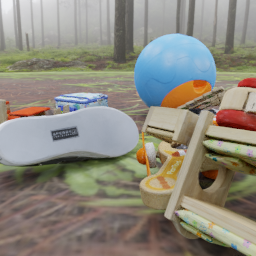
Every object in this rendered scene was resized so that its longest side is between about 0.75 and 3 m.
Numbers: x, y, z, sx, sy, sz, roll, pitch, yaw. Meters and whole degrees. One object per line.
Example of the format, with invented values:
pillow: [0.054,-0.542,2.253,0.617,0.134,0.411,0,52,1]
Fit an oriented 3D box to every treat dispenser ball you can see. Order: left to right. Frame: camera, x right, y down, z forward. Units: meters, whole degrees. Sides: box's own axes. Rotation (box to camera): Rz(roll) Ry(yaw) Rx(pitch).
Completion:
treat dispenser ball: [1.568,-1.771,9.541,2.736,2.736,2.736,0,14,0]

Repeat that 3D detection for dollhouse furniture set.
dollhouse furniture set: [-2.754,-0.353,7.280,1.996,1.028,1.975,3,14,12]
dollhouse furniture set: [1.483,0.809,3.236,2.089,1.313,2.362,24,-6,-31]

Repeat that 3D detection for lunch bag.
lunch bag: [-1.672,-0.841,10.016,1.760,0.726,1.415,10,20,40]

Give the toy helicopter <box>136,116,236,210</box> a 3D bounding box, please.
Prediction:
toy helicopter: [0.692,0.485,4.146,1.596,0.952,2.414,2,15,25]

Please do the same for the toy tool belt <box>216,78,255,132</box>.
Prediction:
toy tool belt: [2.657,-0.396,3.762,2.982,1.832,1.862,22,-7,-17]

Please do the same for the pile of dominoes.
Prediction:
pile of dominoes: [2.217,-0.591,8.203,1.776,0.363,2.279,-8,-14,-45]

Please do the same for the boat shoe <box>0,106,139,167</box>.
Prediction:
boat shoe: [-1.111,0.241,5.274,2.889,1.010,0.957,-10,-6,-40]

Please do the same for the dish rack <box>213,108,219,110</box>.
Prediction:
dish rack: [3.252,-0.293,8.341,1.323,0.471,1.725,2,12,1]

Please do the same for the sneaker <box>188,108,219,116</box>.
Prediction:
sneaker: [2.109,-0.226,7.788,0.902,0.598,1.585,2,9,13]
